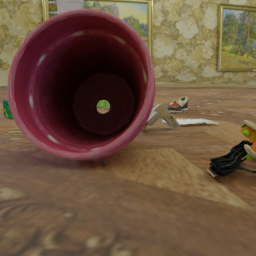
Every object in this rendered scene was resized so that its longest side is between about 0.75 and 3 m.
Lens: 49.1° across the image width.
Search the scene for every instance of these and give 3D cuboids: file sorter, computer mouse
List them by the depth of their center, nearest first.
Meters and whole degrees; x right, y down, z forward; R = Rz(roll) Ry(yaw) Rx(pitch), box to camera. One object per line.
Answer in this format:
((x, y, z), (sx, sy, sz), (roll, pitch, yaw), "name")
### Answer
((2.439, 0.593, 3.965), (1.357, 0.543, 2.474), (-9, 14, -43), "computer mouse")
((-1.478, -3.076, 6.315), (0.684, 0.986, 0.614), (8, 22, 21), "file sorter")

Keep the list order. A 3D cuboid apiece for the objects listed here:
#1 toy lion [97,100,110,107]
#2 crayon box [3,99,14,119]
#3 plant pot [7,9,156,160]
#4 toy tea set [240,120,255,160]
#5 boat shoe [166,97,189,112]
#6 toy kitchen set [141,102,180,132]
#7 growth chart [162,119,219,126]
((-1.760, -1.508, 14.816), (2.326, 0.799, 2.229), (-2, 19, -10), "toy lion")
((-3.375, -0.824, 10.917), (1.415, 0.694, 2.383), (8, 13, 35), "crayon box")
((-0.724, -0.696, 5.986), (2.684, 2.684, 2.402), (1, -5, 7), "plant pot")
((2.330, 0.391, 4.826), (1.692, 0.626, 1.006), (13, 25, -43), "toy tea set")
((2.177, -1.021, 12.324), (0.659, 0.579, 1.851), (9, 16, 34), "boat shoe")
((0.868, -0.073, 7.941), (1.012, 0.913, 0.826), (-42, 15, -5), "toy kitchen set")
((2.001, -0.200, 9.195), (1.569, 0.139, 1.136), (-3, 11, -12), "growth chart")
